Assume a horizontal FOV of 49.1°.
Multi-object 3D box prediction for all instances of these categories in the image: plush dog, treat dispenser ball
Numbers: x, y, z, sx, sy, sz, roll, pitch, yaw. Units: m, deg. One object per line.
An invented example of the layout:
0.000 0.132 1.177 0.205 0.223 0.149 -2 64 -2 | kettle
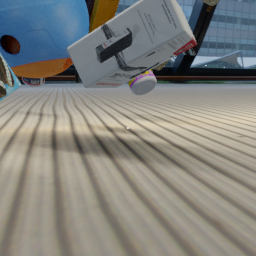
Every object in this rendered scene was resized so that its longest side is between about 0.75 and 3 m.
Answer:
2.018 -3.574 7.280 0.844 0.788 0.982 28 41 -8 | plush dog
-2.332 -2.610 6.845 2.759 2.759 2.759 0 11 0 | treat dispenser ball

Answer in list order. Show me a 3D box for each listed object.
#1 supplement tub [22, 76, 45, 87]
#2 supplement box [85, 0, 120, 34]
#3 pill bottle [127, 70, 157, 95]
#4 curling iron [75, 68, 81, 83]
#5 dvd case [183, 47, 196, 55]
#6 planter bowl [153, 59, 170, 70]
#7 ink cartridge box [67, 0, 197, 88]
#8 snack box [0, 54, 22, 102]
-3.821 -2.397 11.381 0.900 1.283 0.900 11 43 -10 | supplement tub
-1.096 -3.620 7.844 1.399 1.380 0.929 43 54 9 | supplement box
0.199 -1.695 7.942 0.756 1.450 0.756 -21 -23 -9 | pill bottle
-1.737 -2.329 9.526 0.626 0.323 2.526 30 -24 8 | curling iron
1.763 -2.869 9.114 0.120 1.092 0.797 -33 22 -2 | dvd case
1.011 -2.823 10.378 1.078 1.602 1.602 40 21 9 | planter bowl
0.139 -1.720 5.913 2.265 0.949 1.634 -24 -1 22 | ink cartridge box
-2.358 -1.143 3.972 0.329 1.776 1.032 -22 23 18 | snack box
